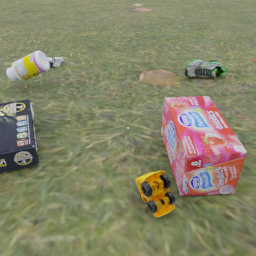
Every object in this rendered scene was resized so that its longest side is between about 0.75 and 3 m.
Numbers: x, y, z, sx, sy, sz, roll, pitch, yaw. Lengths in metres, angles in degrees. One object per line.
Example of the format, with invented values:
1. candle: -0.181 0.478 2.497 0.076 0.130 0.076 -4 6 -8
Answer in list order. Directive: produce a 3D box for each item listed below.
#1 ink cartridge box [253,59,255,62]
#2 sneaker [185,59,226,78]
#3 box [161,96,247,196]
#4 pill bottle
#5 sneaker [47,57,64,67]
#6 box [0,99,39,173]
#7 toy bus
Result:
1. ink cartridge box: 5.974 -2.716 11.443 1.069 0.316 1.335 -6 35 -9
2. sneaker: 2.845 -2.151 10.283 1.656 0.646 0.706 -11 35 -16
3. box: 1.496 0.278 6.148 1.147 1.099 2.301 -2 33 -3
4. pill bottle: -3.338 -1.997 9.301 1.334 0.695 0.695 -19 30 16
5. sneaker: -3.174 -2.747 11.405 0.994 0.397 0.647 -25 48 -17
6. box: -3.251 0.184 6.774 1.940 0.591 2.407 -13 35 -13
7. toy bus: 0.450 1.212 5.283 0.518 0.763 0.732 -18 0 -27
